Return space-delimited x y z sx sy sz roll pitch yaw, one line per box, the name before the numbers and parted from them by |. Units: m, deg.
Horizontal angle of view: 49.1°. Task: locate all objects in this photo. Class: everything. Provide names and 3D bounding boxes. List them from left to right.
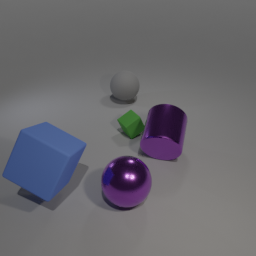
cube | -2.186 0.834 7.552 1.400 1.400 1.400 28 13 4
ball | -0.151 -2.003 13.274 1.400 1.400 1.400 0 31 0
ball | -0.043 1.463 7.704 1.400 1.400 1.400 0 31 0
cube | 0.134 -0.145 10.826 0.700 0.700 0.700 -36 42 -9
cylinder | 1.225 0.145 9.479 1.400 1.400 1.400 8 55 13
